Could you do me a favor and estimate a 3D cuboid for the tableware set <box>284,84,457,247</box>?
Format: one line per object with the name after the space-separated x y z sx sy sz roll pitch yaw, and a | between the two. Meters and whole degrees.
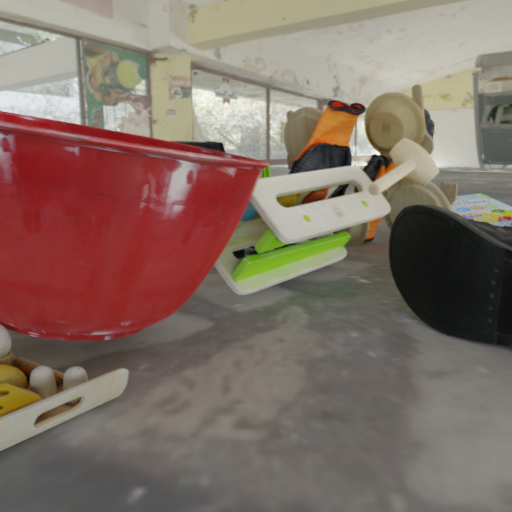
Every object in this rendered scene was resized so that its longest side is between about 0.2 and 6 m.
1.682 -1.250 8.712 2.959 2.472 0.343 0 23 46 | tableware set

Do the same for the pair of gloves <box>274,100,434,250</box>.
1.587 -1.145 9.056 3.053 2.720 0.377 -8 45 -39 | pair of gloves

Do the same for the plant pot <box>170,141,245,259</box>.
-1.354 -1.056 9.802 2.139 1.897 2.134 -2 12 -6 | plant pot

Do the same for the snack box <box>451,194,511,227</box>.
3.971 -0.646 10.350 1.407 0.565 1.668 -7 21 -11 | snack box

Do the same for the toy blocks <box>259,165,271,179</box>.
-1.428 -2.167 17.320 3.178 1.588 2.172 5 24 28 | toy blocks

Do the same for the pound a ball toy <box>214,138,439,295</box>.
0.794 -0.744 6.911 2.746 1.790 1.166 -18 65 -47 | pound a ball toy

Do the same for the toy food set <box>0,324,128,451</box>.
-1.846 0.837 3.915 1.563 0.472 1.121 7 13 33 | toy food set

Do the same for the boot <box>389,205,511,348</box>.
3.329 0.250 5.630 2.891 1.149 3.320 -6 23 -30 | boot

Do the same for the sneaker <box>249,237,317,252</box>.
0.706 -0.530 9.932 2.001 0.793 0.740 -7 18 -44 | sneaker

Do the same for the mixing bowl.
-1.610 -0.309 5.122 3.192 1.729 3.192 11 12 -2 | mixing bowl
